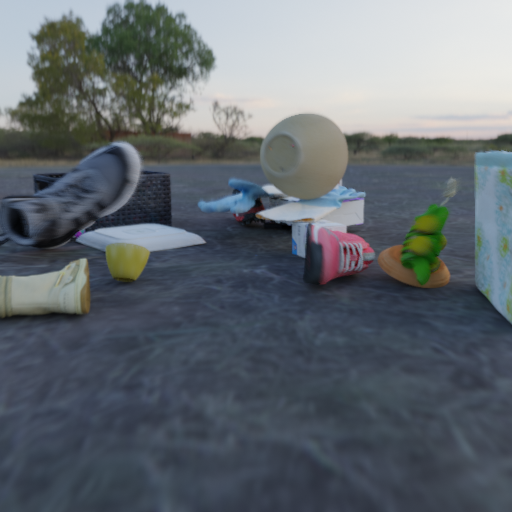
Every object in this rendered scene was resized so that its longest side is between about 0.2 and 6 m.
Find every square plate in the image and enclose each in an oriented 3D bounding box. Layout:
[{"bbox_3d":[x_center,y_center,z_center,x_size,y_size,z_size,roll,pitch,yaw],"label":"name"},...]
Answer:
[{"bbox_3d":[-2.557,-0.413,12.319,2.117,0.304,2.137,-10,16,-39],"label":"square plate"}]

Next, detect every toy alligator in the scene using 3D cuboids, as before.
[{"bbox_3d":[2.629,-0.397,8.709,0.536,1.974,0.585,0,-36,41],"label":"toy alligator"}]

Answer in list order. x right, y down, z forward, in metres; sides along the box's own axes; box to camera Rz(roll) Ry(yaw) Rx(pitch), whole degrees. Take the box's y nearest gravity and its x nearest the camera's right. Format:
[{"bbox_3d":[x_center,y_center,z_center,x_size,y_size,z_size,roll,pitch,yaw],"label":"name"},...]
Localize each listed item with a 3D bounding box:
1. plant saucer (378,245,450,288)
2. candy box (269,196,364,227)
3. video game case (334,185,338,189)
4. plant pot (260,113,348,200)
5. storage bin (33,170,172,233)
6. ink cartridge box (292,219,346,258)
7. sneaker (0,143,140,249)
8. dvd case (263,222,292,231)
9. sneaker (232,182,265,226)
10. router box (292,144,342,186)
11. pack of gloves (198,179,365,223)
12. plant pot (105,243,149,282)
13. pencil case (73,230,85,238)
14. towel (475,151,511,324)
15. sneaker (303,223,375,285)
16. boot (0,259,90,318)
[{"bbox_3d":[2.563,0.132,9.058,1.165,0.218,1.165,8,27,-4],"label":"plant saucer"},{"bbox_3d":[1.489,-1.137,14.030,1.555,0.663,1.854,-11,17,-38],"label":"candy box"},{"bbox_3d":[1.232,-1.629,12.688,1.052,0.239,0.953,5,11,22],"label":"video game case"},{"bbox_3d":[0.823,-2.104,11.779,1.887,1.887,1.267,7,10,29],"label":"plant pot"},{"bbox_3d":[-3.872,-1.397,14.284,3.057,1.433,2.067,-10,15,-36],"label":"storage bin"},{"bbox_3d":[1.210,-0.314,10.869,0.672,0.684,0.929,-6,14,-26],"label":"ink cartridge box"},{"bbox_3d":[-3.613,-1.032,10.632,3.033,1.145,1.726,-36,0,17],"label":"sneaker"},{"bbox_3d":[1.309,-0.813,14.538,1.903,0.167,1.357,5,14,23],"label":"dvd case"},{"bbox_3d":[-0.212,-1.421,15.063,0.794,1.097,2.245,-5,12,-9],"label":"sneaker"},{"bbox_3d":[1.874,-2.637,17.641,0.667,2.451,2.731,6,14,31],"label":"router box"},{"bbox_3d":[0.637,-1.510,12.813,3.054,0.717,3.635,5,16,29],"label":"pack of gloves"},{"bbox_3d":[-2.068,0.136,8.909,0.692,0.491,0.692,2,-17,1],"label":"plant pot"},{"bbox_3d":[-4.558,-0.632,12.490,1.325,0.612,0.564,-6,-31,-3],"label":"pencil case"},{"bbox_3d":[3.370,-0.319,7.463,0.592,2.103,2.457,1,12,9],"label":"towel"},{"bbox_3d":[1.373,-0.078,9.030,1.064,0.904,2.453,5,9,12],"label":"sneaker"},{"bbox_3d":[-2.926,0.433,7.639,1.259,0.589,1.619,-3,16,-16],"label":"boot"}]
